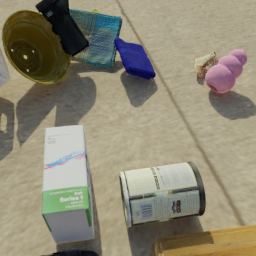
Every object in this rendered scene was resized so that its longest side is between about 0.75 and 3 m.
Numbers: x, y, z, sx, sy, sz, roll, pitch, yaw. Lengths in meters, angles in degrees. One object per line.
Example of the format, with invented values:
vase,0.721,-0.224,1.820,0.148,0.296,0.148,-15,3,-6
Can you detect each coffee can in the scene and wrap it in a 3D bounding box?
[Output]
coffee can,0.764,1.569,6.738,1.797,1.315,1.315,-7,49,-6

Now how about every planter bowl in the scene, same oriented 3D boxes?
planter bowl,-3.397,-2.663,9.912,1.088,2.612,2.612,-14,37,40

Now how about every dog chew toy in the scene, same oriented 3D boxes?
dog chew toy,3.485,-2.033,9.766,1.029,1.029,1.652,41,93,29

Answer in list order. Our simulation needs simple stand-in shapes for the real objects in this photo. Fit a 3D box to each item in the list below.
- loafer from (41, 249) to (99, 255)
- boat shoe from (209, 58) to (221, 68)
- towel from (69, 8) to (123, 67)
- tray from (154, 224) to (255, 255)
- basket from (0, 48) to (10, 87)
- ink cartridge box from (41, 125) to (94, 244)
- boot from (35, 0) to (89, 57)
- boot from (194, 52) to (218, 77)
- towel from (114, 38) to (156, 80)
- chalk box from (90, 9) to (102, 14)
loafer,-1.638,3.035,5.889,2.190,0.690,0.787,-9,50,-8
boat shoe,3.433,-2.434,10.754,0.439,0.506,1.188,-8,50,-7
towel,-1.837,-3.648,11.085,2.983,0.324,2.187,9,80,-2
tray,2.110,2.968,6.073,2.850,0.528,1.406,-7,49,-5
basket,-5.424,-1.857,8.764,1.616,1.775,2.619,30,53,23
ink cartridge box,-1.399,1.304,6.738,0.963,1.660,2.292,-6,49,-7
boot,-2.253,-3.821,10.287,0.948,2.085,2.482,-25,28,15
boot,2.977,-2.431,10.606,0.831,0.389,1.069,-20,36,30
towel,0.220,-2.575,10.531,1.335,0.448,1.808,6,48,-32
chalk box,-1.313,-4.290,12.066,0.941,0.948,1.519,-31,54,-22
